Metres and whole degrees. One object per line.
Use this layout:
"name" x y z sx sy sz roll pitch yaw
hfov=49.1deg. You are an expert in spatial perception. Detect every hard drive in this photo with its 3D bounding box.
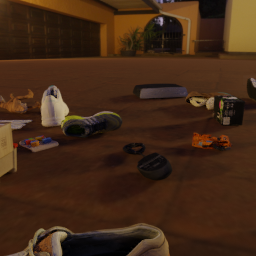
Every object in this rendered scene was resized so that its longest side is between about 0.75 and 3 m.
"hard drive" 1.719 -2.019 15.145 2.646 0.560 1.785 -4 18 -12

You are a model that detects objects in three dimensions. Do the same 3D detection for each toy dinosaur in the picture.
"toy dinosaur" -4.394 -0.863 11.448 2.977 0.899 1.581 14 37 43

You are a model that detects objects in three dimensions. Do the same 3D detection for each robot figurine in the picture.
"robot figurine" 2.368 0.382 7.879 1.082 0.315 0.785 4 20 14

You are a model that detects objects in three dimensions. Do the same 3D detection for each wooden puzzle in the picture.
"wooden puzzle" -2.556 0.398 8.016 0.811 0.203 0.876 -15 23 -41

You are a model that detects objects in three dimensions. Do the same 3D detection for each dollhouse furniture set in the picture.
"dollhouse furniture set" -3.670 0.447 6.214 2.257 1.175 2.282 4 18 13

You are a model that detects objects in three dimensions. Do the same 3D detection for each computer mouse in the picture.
"computer mouse" 0.401 0.780 6.702 0.646 0.375 2.204 -28 19 -12

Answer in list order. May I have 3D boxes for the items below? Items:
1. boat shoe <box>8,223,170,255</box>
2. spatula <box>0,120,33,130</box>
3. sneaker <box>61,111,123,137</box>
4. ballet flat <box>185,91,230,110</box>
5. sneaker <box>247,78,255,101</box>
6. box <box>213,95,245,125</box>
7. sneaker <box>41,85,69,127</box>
"boat shoe" -0.825 1.563 3.094 2.636 0.902 0.985 -3 18 -11
"spatula" -4.490 -0.127 9.808 1.880 0.151 1.307 0 18 0
"sneaker" -1.127 -0.017 8.744 1.952 0.721 0.790 -9 25 -4
"ballet flat" 3.490 -1.191 12.433 0.816 0.765 2.256 -37 35 -30
"sneaker" 7.041 -1.956 13.973 1.581 1.095 2.619 -3 25 5
"box" 3.659 -0.669 10.273 0.748 0.894 1.203 0 17 1
"sneaker" -2.858 -1.031 10.766 1.090 1.282 2.896 -8 18 -14
